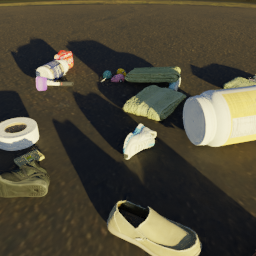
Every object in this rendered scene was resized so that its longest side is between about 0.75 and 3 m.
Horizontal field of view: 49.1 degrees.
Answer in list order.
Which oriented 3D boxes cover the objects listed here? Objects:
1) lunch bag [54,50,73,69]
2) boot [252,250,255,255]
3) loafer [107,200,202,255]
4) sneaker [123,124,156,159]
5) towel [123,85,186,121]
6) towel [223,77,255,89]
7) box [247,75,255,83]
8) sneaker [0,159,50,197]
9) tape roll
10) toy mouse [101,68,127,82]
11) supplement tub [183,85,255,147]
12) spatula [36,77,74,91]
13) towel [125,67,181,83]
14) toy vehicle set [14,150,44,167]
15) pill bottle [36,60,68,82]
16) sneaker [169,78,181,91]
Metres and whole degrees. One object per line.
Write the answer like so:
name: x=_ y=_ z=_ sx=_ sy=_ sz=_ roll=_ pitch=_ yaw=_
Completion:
lunch bag: x=-3.866 y=-4.084 z=16.824 sx=0.545 sy=1.172 sz=1.331 roll=14 pitch=34 yaw=21
boot: x=3.390 y=3.414 z=5.237 sx=2.105 sy=0.915 sz=2.530 roll=-34 pitch=45 yaw=-26
loafer: x=0.563 y=2.401 z=6.648 sx=2.368 sy=0.809 sz=0.896 roll=12 pitch=34 yaw=19
sneaker: x=0.468 y=0.495 z=9.885 sx=0.851 sy=0.736 sz=1.964 roll=18 pitch=36 yaw=18
towel: x=1.248 y=-1.246 z=12.853 sx=2.096 sy=0.516 sz=2.826 roll=17 pitch=35 yaw=27
towel: x=5.848 y=-2.064 z=14.154 sx=1.277 sy=0.314 sz=1.722 roll=-30 pitch=42 yaw=-22
box: x=7.322 y=-2.274 z=14.589 sx=1.497 sy=0.433 sz=1.883 roll=-27 pitch=41 yaw=-36
sneaker: x=-3.258 y=1.459 z=8.301 sx=1.912 sy=0.731 sz=1.095 roll=1 pitch=30 yaw=-3
tape roll: x=-4.157 y=0.205 z=10.469 sx=1.549 sy=0.542 sz=1.549 roll=0 pitch=32 yaw=0
toy mouse: x=-0.800 y=-2.962 z=15.762 sx=1.741 sy=0.379 sz=1.959 roll=-20 pitch=37 yaw=-29
supplement tub: x=3.617 y=-0.424 z=10.063 sx=2.785 sy=2.025 sz=2.025 roll=-8 pitch=33 yaw=-13
spatula: x=-3.613 y=-2.201 z=13.986 sx=0.242 sy=0.666 sz=2.357 roll=11 pitch=13 yaw=38
towel: x=1.357 y=-2.881 z=15.137 sx=2.928 sy=0.534 sz=2.172 roll=0 pitch=22 yaw=12
toy vehicle set: x=-3.351 y=1.050 z=9.510 sx=0.841 sy=0.111 sz=0.522 roll=-27 pitch=41 yaw=-36
pill bottle: x=-4.109 y=-3.152 z=15.463 sx=1.022 sy=1.022 sz=1.840 roll=12 pitch=34 yaw=19
sneaker: x=2.440 y=-2.354 z=14.703 sx=0.516 sy=0.465 sz=1.258 roll=14 pitch=34 yaw=15
